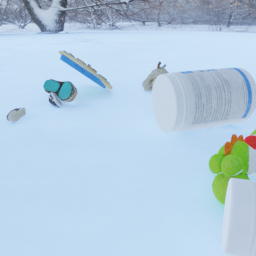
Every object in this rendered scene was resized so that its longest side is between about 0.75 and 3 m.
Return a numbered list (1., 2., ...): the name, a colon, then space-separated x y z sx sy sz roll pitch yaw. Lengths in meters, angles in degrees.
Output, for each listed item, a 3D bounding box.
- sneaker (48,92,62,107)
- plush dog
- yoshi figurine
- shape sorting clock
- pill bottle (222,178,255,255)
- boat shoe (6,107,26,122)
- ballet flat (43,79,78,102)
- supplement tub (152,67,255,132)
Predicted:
1. sneaker: -2.863 -1.020 10.968 0.339 0.343 0.864 29 18 -51
2. plush dog: 1.658 -2.100 12.617 1.624 1.303 1.395 -20 56 -36
3. yoshi figurine: 2.431 0.919 5.838 2.484 1.396 1.391 -3 59 -44
4. shape sorting clock: -1.829 -2.569 12.375 2.793 0.548 2.793 34 4 -3
5. pill bottle: 2.642 1.441 3.841 2.465 1.474 1.474 7 24 16
6. boat shoe: -3.883 -0.458 9.592 0.320 0.386 1.076 -3 20 8
7. ballet flat: -2.580 -1.495 11.471 2.443 0.829 0.920 22 -5 46
8. supplement tub: 2.333 -0.895 8.698 2.769 1.827 1.827 -7 24 -17
